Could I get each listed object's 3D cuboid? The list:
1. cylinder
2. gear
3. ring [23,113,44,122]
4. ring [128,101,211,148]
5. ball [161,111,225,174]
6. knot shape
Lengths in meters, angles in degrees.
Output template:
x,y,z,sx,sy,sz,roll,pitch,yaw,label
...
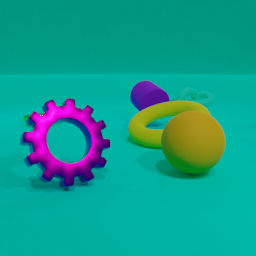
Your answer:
x,y,z,sx,sy,sz,roll,pitch,yaw,label
0.661,-0.887,8.671,0.963,0.963,0.963,-4,25,-18,cylinder
-0.923,0.214,4.286,1.326,1.326,0.245,-8,-11,-32,gear
-2.729,-0.321,8.893,1.139,0.228,1.139,-5,-1,0,ring
0.991,-0.144,6.887,2.026,0.405,2.026,-12,25,6,ring
1.079,0.234,4.694,1.045,1.045,1.045,0,12,0,ball
1.953,-0.780,8.499,1.321,0.652,1.411,-16,-13,5,knot shape
